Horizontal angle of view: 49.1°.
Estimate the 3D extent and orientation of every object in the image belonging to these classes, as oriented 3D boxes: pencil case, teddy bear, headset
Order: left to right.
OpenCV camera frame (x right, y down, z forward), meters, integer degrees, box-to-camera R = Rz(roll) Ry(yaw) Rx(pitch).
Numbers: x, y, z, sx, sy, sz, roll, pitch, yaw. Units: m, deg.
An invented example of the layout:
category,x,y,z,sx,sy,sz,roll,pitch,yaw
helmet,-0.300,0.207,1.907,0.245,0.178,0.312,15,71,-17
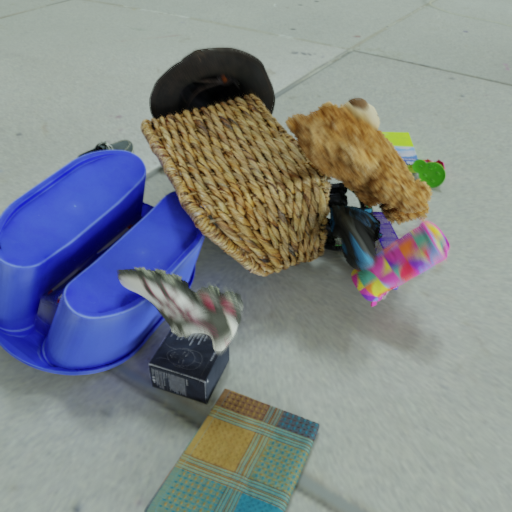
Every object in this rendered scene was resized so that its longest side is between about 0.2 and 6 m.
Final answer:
category,x,y,z,sx,sy,sz,roll,pitch,yaw
headset,1.528,-0.844,11.490,1.022,1.343,2.175,5,10,-43
teddy bear,2.031,-1.714,9.849,1.210,3.625,2.628,-40,42,20
pencil case,2.403,0.135,9.383,0.750,1.696,0.750,29,39,-26

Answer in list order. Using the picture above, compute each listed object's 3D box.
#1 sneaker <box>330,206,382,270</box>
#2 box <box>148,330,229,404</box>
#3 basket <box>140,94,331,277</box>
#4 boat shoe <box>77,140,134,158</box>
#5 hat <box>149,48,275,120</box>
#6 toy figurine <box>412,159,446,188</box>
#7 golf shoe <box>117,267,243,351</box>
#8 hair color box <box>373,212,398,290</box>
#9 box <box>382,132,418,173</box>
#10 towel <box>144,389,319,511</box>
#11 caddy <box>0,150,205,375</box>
category,x,y,z,sx,sy,sz,roll,pitch,yaw
sneaker,1.815,-0.423,9.602,0.807,0.721,1.970,-6,29,-2
box,-1.030,1.669,8.839,0.955,0.602,0.971,13,41,15
basket,-0.503,-1.134,10.790,2.558,2.450,3.433,-19,49,-18
boat shoe,-3.747,-2.551,13.972,0.659,0.559,1.811,23,45,26
hat,-1.015,-3.538,11.929,2.859,2.859,1.153,-11,61,-13
toy figurine,4.202,-2.101,13.446,0.833,0.626,0.767,36,36,9
golf shoe,-1.152,0.691,7.892,1.912,0.842,0.738,18,4,12
hair color box,2.409,-0.123,10.827,0.477,0.805,1.473,1,40,-8
box,3.465,-2.591,14.143,1.027,0.401,1.685,1,40,2
towel,-0.246,2.916,7.649,1.630,0.241,2.222,17,41,19
caddy,-2.669,0.100,9.622,2.873,2.133,4.063,34,47,5
